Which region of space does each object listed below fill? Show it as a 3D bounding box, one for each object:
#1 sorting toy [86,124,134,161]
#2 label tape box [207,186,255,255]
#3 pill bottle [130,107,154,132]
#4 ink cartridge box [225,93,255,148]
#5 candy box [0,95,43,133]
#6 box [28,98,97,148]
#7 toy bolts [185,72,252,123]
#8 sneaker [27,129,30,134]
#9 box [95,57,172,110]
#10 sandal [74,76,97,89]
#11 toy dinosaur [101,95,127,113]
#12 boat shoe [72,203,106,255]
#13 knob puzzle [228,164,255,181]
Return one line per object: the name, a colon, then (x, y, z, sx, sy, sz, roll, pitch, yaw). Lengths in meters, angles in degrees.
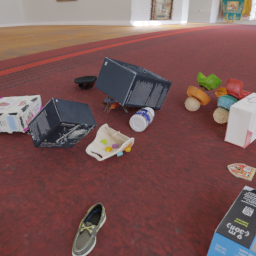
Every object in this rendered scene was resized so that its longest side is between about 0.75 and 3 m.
sorting toy: (-0.734, 0.663, 9.948, 1.330, 0.789, 1.477, -31, 41, -33)
label tape box: (2.921, 2.628, 5.799, 2.070, 0.955, 2.889, 20, 32, 34)
pill bottle: (0.643, -0.414, 11.939, 0.739, 0.739, 1.235, 12, 29, 22)
ink cartridge box: (4.927, -0.436, 11.137, 0.875, 1.510, 2.592, 24, 35, 39)
candy box: (-5.352, -0.568, 11.774, 2.965, 0.904, 2.022, -3, 27, 10)
box: (-2.263, -0.114, 9.690, 1.619, 1.592, 1.004, 6, 51, -52)
toy bolts: (4.244, -1.125, 13.067, 2.590, 1.880, 2.711, 33, 0, -29)
sneaker: (-4.078, 0.027, 11.595, 0.768, 0.269, 0.417, 24, 34, 33)
box: (0.288, -2.009, 12.982, 2.780, 1.488, 2.063, 2, 27, -48)
sandal: (-2.385, -2.680, 16.598, 1.066, 0.678, 2.835, 3, 15, 7)
toy dinosaur: (-0.843, -1.354, 13.197, 0.972, 1.851, 1.680, -27, 3, -16)
boat shoe: (-0.941, 2.415, 6.756, 0.525, 0.439, 1.468, 8, 28, 15)
knob puzzle: (3.688, 1.356, 9.163, 0.916, 0.127, 0.916, 0, 27, 0)
